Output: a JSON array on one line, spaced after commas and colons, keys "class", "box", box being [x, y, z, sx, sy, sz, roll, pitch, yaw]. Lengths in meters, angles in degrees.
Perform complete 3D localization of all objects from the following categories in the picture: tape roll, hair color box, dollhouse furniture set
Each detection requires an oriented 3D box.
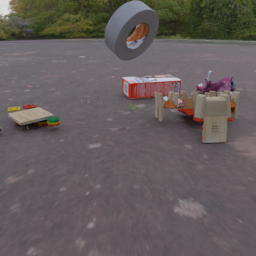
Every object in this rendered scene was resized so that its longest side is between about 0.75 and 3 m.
[{"class": "tape roll", "box": [0.136, -3.155, 9.189, 1.844, 1.844, 0.609, -21, 59, -42]}, {"class": "hair color box", "box": [1.040, -1.901, 12.701, 2.376, 0.759, 1.318, -5, 22, -16]}, {"class": "dollhouse furniture set", "box": [2.278, -0.462, 8.934, 2.571, 1.324, 2.543, -1, 10, -4]}]

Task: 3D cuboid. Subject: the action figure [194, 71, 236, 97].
[{"class": "action figure", "box": [3.932, -1.803, 12.667, 1.827, 1.360, 1.224, -10, -15, 25]}]

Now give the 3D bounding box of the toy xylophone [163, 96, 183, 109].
[{"class": "toy xylophone", "box": [1.730, -1.013, 11.139, 0.992, 0.249, 0.727, 16, 27, 36]}]

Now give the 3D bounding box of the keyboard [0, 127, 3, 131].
[{"class": "keyboard", "box": [-4.351, 0.261, 8.047, 1.119, 0.181, 1.761, -4, 22, 7]}]

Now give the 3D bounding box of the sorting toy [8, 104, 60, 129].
[{"class": "sorting toy", "box": [-3.191, -0.298, 9.156, 1.087, 0.381, 2.255, -18, 28, -38]}]
